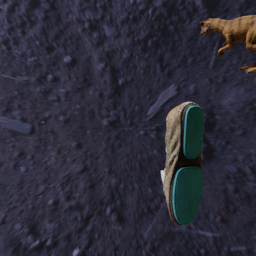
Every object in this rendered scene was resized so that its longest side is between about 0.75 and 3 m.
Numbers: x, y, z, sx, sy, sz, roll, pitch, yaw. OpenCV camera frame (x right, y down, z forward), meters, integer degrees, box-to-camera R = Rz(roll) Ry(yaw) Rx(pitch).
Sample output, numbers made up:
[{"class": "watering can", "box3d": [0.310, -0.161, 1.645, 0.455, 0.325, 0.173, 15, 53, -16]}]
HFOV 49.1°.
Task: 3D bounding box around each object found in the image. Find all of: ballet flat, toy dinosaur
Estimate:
[{"class": "ballet flat", "box3d": [0.943, 0.611, 5.016, 0.750, 0.694, 2.126, 9, 87, -28]}, {"class": "toy dinosaur", "box3d": [2.597, -1.851, 5.437, 2.735, 0.826, 1.453, 6, 109, 37]}]
